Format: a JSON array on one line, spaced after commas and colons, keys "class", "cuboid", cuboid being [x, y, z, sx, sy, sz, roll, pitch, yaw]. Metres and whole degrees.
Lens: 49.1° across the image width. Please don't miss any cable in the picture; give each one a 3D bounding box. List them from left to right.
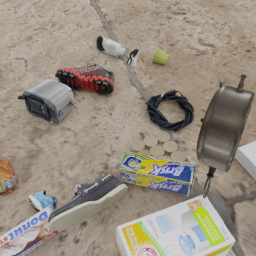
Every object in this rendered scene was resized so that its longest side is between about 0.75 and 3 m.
[{"class": "cable", "cuboid": [1.707, -0.749, 11.498, 1.831, 0.570, 2.245, -6, 47, -5]}]

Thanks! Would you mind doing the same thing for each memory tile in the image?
[{"class": "memory tile", "cuboid": [1.171, 1.062, 10.030, 1.650, 0.181, 2.153, -19, 50, -16]}]

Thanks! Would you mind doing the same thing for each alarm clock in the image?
[{"class": "alarm clock", "cuboid": [2.185, 0.279, 6.666, 0.963, 1.952, 2.894, 15, 90, 23]}]

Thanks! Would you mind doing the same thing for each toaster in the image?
[{"class": "toaster", "cuboid": [-3.236, -1.151, 11.463, 2.151, 1.222, 1.389, 21, 46, 24]}]

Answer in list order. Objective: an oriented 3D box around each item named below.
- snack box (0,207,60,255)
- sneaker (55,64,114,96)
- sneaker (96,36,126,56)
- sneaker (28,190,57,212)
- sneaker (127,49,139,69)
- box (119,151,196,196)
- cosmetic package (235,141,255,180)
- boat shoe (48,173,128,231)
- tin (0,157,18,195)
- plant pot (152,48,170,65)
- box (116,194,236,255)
[{"class": "snack box", "cuboid": [-2.937, 3.068, 7.627, 2.141, 0.260, 0.770, -32, 58, -7]}, {"class": "sneaker", "cuboid": [-1.853, -2.316, 12.710, 2.767, 0.978, 1.352, 11, 48, 8]}, {"class": "sneaker", "cuboid": [-0.962, -4.338, 14.921, 0.761, 0.754, 2.099, -4, 33, -46]}, {"class": "sneaker", "cuboid": [-2.391, 2.386, 8.508, 0.670, 0.584, 1.491, -33, 55, -32]}, {"class": "sneaker", "cuboid": [0.256, -2.886, 11.814, 0.318, 0.484, 0.842, 23, 78, 30]}, {"class": "box", "cuboid": [0.934, 1.460, 8.981, 2.306, 0.808, 0.741, 10, 49, 11]}, {"class": "cosmetic package", "cuboid": [4.696, 1.474, 9.365, 0.926, 0.568, 2.244, -18, 49, -17]}, {"class": "boat shoe", "cuboid": [-1.221, 2.057, 8.164, 2.748, 0.998, 0.862, -16, 53, -45]}, {"class": "tin", "cuboid": [-4.275, 1.614, 9.438, 0.853, 0.319, 1.523, -22, 50, -25]}, {"class": "plant pot", "cuboid": [1.695, -3.552, 14.131, 0.704, 0.766, 0.766, 26, 51, 8]}, {"class": "box", "cuboid": [1.150, 3.047, 7.327, 2.620, 1.328, 1.474, -15, 47, -14]}]
